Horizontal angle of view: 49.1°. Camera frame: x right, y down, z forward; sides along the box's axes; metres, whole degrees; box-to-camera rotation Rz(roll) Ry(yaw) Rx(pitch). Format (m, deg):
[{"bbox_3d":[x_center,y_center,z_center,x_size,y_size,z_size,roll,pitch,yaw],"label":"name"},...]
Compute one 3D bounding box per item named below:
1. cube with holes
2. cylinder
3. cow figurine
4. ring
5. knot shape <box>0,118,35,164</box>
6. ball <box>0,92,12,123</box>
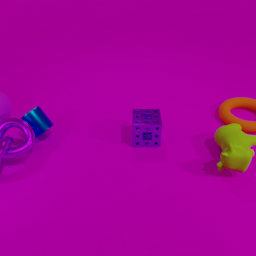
[{"bbox_3d":[0.523,-0.004,8.007,0.788,0.788,0.788,0,37,0],"label":"cube with holes"},{"bbox_3d":[-2.620,-0.155,8.056,0.704,0.704,0.704,-36,8,6],"label":"cylinder"},{"bbox_3d":[2.677,0.481,7.277,1.497,0.835,1.522,-6,34,-25],"label":"cow figurine"},{"bbox_3d":[3.780,-0.449,8.942,1.704,0.341,1.704,-1,38,1],"label":"ring"},{"bbox_3d":[-3.246,0.555,7.073,1.670,0.772,1.563,-20,37,6],"label":"knot shape"},{"bbox_3d":[-4.144,-0.624,8.543,1.096,1.096,1.096,0,37,0],"label":"ball"}]
